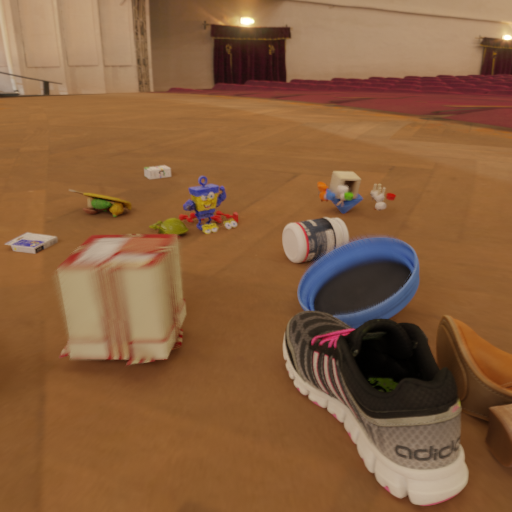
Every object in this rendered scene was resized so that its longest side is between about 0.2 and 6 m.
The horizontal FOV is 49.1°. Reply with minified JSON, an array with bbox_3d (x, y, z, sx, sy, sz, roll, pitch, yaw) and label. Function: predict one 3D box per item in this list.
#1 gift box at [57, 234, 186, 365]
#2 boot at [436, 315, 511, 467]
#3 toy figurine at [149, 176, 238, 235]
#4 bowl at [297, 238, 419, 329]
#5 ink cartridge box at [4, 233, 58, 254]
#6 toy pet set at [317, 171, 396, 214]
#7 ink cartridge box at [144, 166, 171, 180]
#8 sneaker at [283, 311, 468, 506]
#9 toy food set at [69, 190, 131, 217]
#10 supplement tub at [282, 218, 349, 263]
[{"bbox_3d":[-1.829,0.650,7.580,1.500,1.518,1.626,1,22,9],"label":"gift box"},{"bbox_3d":[3.255,1.425,6.505,1.786,0.882,2.301,-5,24,-7],"label":"boot"},{"bbox_3d":[-1.416,-1.242,12.854,2.081,1.247,1.098,-13,30,-30],"label":"toy figurine"},{"bbox_3d":[1.616,0.432,8.826,1.951,0.383,1.951,-21,28,12],"label":"bowl"},{"bbox_3d":[-4.800,-0.272,11.960,0.768,0.181,0.759,5,23,17],"label":"ink cartridge box"},{"bbox_3d":[2.205,-1.363,13.783,1.793,0.952,1.674,0,30,-17],"label":"toy pet set"},{"bbox_3d":[-3.170,-2.689,18.014,0.729,0.306,0.528,-12,24,-28],"label":"ink cartridge box"},{"bbox_3d":[1.250,1.197,6.411,1.184,1.404,3.209,-7,22,-18],"label":"sneaker"},{"bbox_3d":[-3.910,-1.256,14.186,1.568,0.512,0.922,12,0,23],"label":"toy food set"},{"bbox_3d":[1.179,-0.332,11.207,1.148,0.805,0.805,-11,24,-24],"label":"supplement tub"}]
